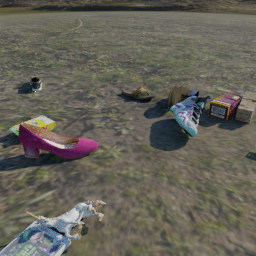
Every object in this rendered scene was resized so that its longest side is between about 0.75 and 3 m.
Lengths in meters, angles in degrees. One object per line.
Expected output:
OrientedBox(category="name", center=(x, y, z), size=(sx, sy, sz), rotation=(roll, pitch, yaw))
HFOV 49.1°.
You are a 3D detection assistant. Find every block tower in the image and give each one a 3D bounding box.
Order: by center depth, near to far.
OrientedBox(category="block tower", center=(5.377, -0.983, 12.565), size=(0.667, 0.623, 2.308), rotation=(17, 33, 26))

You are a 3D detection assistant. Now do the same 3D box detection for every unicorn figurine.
OrientedBox(category="unicorn figurine", center=(-1.407, 2.223, 6.847), size=(1.158, 0.622, 1.686), rotation=(5, 8, 39))

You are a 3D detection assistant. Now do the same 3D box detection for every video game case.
OrientedBox(category="video game case", center=(-2.138, 2.762, 6.297), size=(1.157, 0.149, 1.273), rotation=(15, 32, 26))

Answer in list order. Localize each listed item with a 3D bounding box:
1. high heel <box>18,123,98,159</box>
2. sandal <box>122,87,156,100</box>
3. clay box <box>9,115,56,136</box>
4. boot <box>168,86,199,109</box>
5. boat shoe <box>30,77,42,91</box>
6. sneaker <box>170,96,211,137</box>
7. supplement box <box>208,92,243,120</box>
OrientedBox(category="high heel", center=(-2.349, 0.328, 9.550), size=(2.597, 1.246, 0.875), rotation=(-1, 29, -1))
OrientedBox(category="sandal", center=(0.521, -1.827, 14.203), size=(1.873, 0.511, 0.766), rotation=(19, 34, 31))
OrientedBox(category="clay box", center=(-3.746, 0.022, 11.013), size=(0.883, 0.366, 1.538), rotation=(23, 36, 35))
OrientedBox(category="boot", center=(2.614, -1.467, 13.197), size=(1.139, 0.878, 2.350), rotation=(9, 28, 21))
OrientedBox(category="boat shoe", center=(-5.144, -2.580, 15.545), size=(0.646, 0.528, 1.749), rotation=(-8, 30, -14))
OrientedBox(category="sneaker", center=(2.651, -0.682, 11.043), size=(1.608, 0.894, 2.299), rotation=(-36, 29, 11))
OrientedBox(category="supplement box", center=(4.385, -1.018, 12.572), size=(0.866, 0.672, 1.569), rotation=(22, 36, 35))
